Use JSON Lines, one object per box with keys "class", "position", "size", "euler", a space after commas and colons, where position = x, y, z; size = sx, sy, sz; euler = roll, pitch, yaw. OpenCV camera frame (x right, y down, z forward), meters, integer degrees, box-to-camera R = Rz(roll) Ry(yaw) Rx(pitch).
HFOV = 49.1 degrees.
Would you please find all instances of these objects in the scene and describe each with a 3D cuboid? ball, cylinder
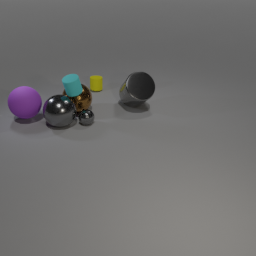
{"class": "ball", "position": [-2.371, -1.388, 13.048], "size": [1.400, 1.400, 1.400], "euler": [0, 29, 0]}
{"class": "ball", "position": [-1.799, -0.477, 12.131], "size": [0.700, 0.700, 0.700], "euler": [0, 29, 0]}
{"class": "cylinder", "position": [-1.773, -2.510, 15.670], "size": [0.700, 0.700, 0.700], "euler": [2, 26, -1]}
{"class": "ball", "position": [-4.475, -1.106, 12.178], "size": [1.400, 1.400, 1.400], "euler": [0, 29, 0]}
{"class": "ball", "position": [-2.890, -0.722, 11.881], "size": [1.400, 1.400, 1.400], "euler": [0, 29, 0]}
{"class": "cylinder", "position": [-2.321, -1.788, 11.709], "size": [0.700, 0.700, 0.700], "euler": [-7, 41, 6]}
{"class": "cylinder", "position": [0.408, -1.801, 13.286], "size": [1.400, 1.400, 1.400], "euler": [-9, -6, -17]}
